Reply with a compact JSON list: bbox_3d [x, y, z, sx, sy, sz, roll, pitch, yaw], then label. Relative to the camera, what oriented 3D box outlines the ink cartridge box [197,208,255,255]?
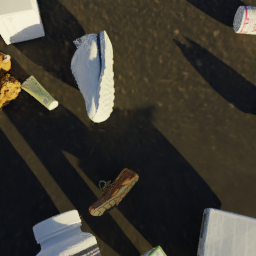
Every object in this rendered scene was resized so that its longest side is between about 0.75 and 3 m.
[{"bbox_3d":[3.060,3.329,7.019,2.526,0.721,2.053,13,72,3],"label":"ink cartridge box"}]

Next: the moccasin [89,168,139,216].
[{"bbox_3d":[-0.431,1.652,7.447,0.641,0.608,1.661,32,56,24],"label":"moccasin"}]

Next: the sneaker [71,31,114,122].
[{"bbox_3d":[-1.114,-1.537,8.538,1.200,1.139,2.981,-5,66,9],"label":"sneaker"}]

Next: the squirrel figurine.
[{"bbox_3d":[-4.060,-1.447,8.491,1.786,1.264,1.667,39,65,-3],"label":"squirrel figurine"}]

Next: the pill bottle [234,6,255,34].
[{"bbox_3d":[4.341,-3.519,9.205,1.475,0.836,0.836,4,72,2],"label":"pill bottle"}]

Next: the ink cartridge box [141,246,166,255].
[{"bbox_3d":[0.873,3.763,6.730,0.478,0.837,1.612,-22,69,-46],"label":"ink cartridge box"}]

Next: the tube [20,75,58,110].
[{"bbox_3d":[-2.742,-1.088,8.691,1.352,0.351,0.392,40,37,15],"label":"tube"}]

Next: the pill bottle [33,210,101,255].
[{"bbox_3d":[-1.272,3.427,6.537,1.515,1.515,2.728,-22,73,-7],"label":"pill bottle"}]

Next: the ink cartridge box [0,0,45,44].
[{"bbox_3d":[-3.649,-3.945,9.078,1.315,1.338,1.818,-15,73,-5],"label":"ink cartridge box"}]
